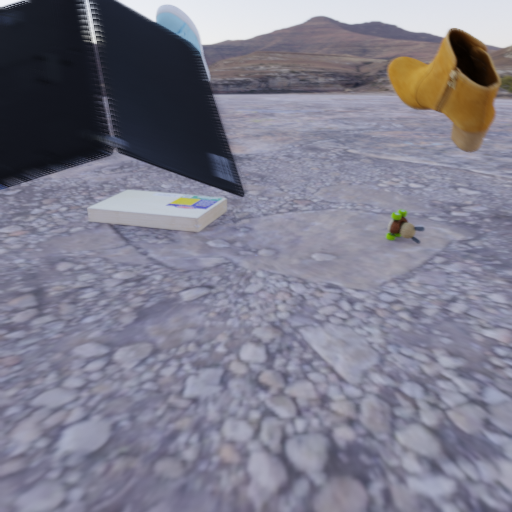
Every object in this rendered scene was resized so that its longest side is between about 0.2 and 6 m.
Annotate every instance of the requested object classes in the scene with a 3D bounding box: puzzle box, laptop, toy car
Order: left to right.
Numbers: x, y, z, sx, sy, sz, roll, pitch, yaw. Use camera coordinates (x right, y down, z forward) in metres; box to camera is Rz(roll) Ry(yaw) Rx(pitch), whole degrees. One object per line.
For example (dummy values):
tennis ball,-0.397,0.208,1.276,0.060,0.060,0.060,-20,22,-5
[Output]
laptop,-2.437,-2.061,8.044,3.645,1.883,3.230,-18,62,0
puzzle box,-2.203,-1.058,12.787,2.684,0.341,1.786,7,21,17
toy car,3.013,-0.530,11.154,0.677,0.556,0.534,27,32,32

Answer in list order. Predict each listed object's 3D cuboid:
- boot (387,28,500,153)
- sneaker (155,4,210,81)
boot,3.139,-3.130,9.442,0.922,1.876,2.620,-29,61,-4
sneaker,-1.617,-4.428,12.610,0.861,2.331,0.955,-9,52,17
